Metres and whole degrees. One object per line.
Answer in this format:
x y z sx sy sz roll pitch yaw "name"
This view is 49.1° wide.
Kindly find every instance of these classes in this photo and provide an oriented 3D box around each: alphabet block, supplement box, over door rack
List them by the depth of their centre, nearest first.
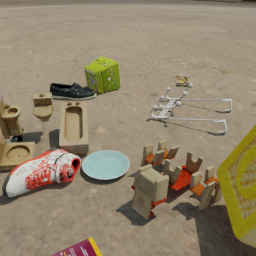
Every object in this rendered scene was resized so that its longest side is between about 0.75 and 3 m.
-1.187 2.768 5.119 1.475 0.814 0.632 -16 33 -26 "supplement box"
3.498 1.247 5.775 2.205 2.154 2.165 23 28 -9 "alphabet block"
2.681 -0.961 11.410 2.980 0.993 2.202 13 33 21 "over door rack"

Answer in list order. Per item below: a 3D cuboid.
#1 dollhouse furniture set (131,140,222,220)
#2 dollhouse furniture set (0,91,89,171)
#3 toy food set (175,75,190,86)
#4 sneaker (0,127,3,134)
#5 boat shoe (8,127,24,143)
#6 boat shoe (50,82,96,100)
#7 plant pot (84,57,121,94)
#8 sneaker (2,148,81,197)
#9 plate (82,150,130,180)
1.134 1.430 7.507 2.207 1.149 2.231 -12 30 -41 "dollhouse furniture set"
-2.681 -0.463 8.700 2.796 2.279 2.659 -3 45 -8 "dollhouse furniture set"
2.899 -2.525 14.752 0.754 0.317 1.051 3 30 5 "toy food set"
-5.485 -0.128 9.974 2.672 0.944 1.305 -19 37 -27 "sneaker"
-3.809 0.340 9.726 0.337 0.403 1.081 -3 35 3 "boat shoe"
-2.605 -1.808 13.095 2.215 0.734 0.828 5 30 9 "boat shoe"
-1.315 -2.546 13.790 1.283 1.414 1.407 -31 41 -30 "plant pot"
-2.272 1.279 7.779 1.159 0.722 2.163 14 30 27 "sneaker"
-0.666 1.153 8.548 1.445 0.185 1.445 -1 30 0 "plate"
